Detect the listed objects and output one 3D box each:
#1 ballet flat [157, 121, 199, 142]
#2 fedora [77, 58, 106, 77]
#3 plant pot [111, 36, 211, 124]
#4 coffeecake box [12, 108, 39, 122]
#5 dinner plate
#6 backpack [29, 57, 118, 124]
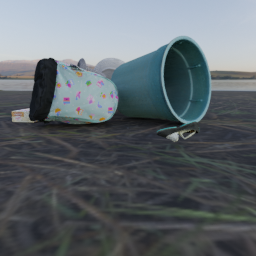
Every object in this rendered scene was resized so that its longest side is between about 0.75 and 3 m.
[{"bbox_3d":[1.012,0.092,5.553,0.861,0.295,0.293,-15,-20,0],"label":"ballet flat"},{"bbox_3d":[-1.635,-1.719,11.930,1.201,2.353,2.660,5,0,-16],"label":"fedora"},{"bbox_3d":[1.005,-1.491,9.965,2.775,2.834,2.834,-2,5,45],"label":"plant pot"},{"bbox_3d":[-3.475,-0.465,10.033,0.830,0.395,1.081,2,10,11],"label":"coffeecake box"},{"bbox_3d":[-0.658,-2.032,12.913,2.390,2.390,0.290,5,31,27],"label":"dinner plate"},{"bbox_3d":[-1.627,-0.956,8.815,2.554,2.131,1.616,10,5,-29],"label":"backpack"}]
